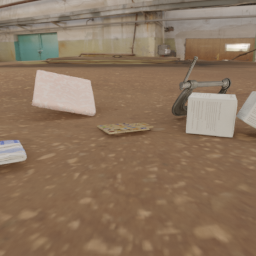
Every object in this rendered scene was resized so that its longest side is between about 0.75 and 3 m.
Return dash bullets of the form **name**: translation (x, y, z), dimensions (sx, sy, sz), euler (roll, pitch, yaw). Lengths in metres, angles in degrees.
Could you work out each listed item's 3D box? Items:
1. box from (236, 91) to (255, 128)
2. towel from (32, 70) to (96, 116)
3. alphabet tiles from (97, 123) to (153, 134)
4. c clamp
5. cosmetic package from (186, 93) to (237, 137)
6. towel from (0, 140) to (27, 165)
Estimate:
- **box**: translation (3.758, -0.383, 7.727), dimensions (1.044, 0.894, 1.039), euler (30, 13, 5)
- **towel**: translation (-2.361, -1.302, 10.377), dimensions (2.180, 0.351, 2.082), euler (8, 39, -21)
- **alphabet tiles**: translation (-0.060, -0.025, 8.566), dimensions (1.511, 0.057, 1.263), euler (-6, 12, -21)
- **c clamp**: translation (2.565, -1.214, 9.429), dimensions (2.694, 2.301, 0.365), euler (-3, 46, -38)
- **cosmetic package**: translation (2.457, -0.425, 8.272), dimensions (1.303, 1.084, 1.090), euler (5, 16, 17)
- **towel**: translation (-2.947, 0.522, 6.232), dimensions (1.191, 0.193, 1.622), euler (-7, 13, -25)
